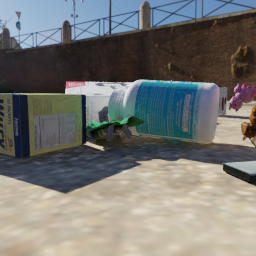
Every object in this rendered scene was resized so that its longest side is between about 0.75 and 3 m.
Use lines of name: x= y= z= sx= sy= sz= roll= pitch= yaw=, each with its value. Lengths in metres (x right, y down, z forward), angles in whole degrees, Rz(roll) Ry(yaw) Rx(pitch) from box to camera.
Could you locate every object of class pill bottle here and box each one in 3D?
pill bottle: x=0.882 y=-0.465 z=7.140 sx=2.661 sy=1.474 sz=1.474 roll=7 pitch=9 yaw=20

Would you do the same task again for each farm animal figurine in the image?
farm animal figurine: x=2.861 y=0.018 z=5.179 sx=1.914 sy=1.192 sz=2.370 roll=13 pitch=17 yaw=11

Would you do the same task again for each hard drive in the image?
hard drive: x=2.004 y=0.642 z=4.228 sx=0.909 sy=0.149 sz=0.634 roll=-2 pitch=7 yaw=-16

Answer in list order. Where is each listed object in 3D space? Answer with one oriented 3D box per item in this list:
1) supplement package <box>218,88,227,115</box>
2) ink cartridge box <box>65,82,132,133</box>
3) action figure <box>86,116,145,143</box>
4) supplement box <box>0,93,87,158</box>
supplement package: x=4.739 y=-1.504 z=15.826 sx=1.479 sy=1.546 sz=1.137 roll=-8 pitch=11 yaw=-44
ink cartridge box: x=-0.603 y=-0.772 z=9.522 sx=2.943 sy=1.241 sz=2.130 roll=-1 pitch=22 yaw=-11
action figure: x=-0.576 y=0.066 z=7.075 sx=1.304 sy=0.604 sz=2.208 roll=-4 pitch=1 yaw=-19
supplement box: x=-2.230 y=-0.179 z=6.448 sx=1.822 sy=1.223 sz=1.820 roll=5 pitch=9 yaw=34
